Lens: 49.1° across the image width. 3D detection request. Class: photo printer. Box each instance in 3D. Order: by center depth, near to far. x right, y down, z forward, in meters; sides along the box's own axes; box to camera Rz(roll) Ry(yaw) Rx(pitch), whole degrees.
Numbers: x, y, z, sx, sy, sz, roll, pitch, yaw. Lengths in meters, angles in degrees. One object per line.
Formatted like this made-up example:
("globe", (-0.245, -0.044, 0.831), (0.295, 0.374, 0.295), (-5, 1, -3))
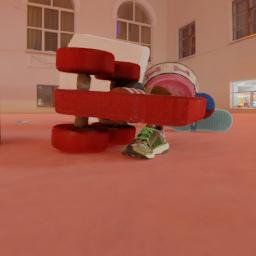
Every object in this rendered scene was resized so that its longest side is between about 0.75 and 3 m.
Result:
("photo printer", (-0.959, -1.922, 9.860), (2.966, 2.467, 1.030), (17, 6, 14))

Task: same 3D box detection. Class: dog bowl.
("dog bowl", (1.616, -1.339, 11.162), (2.428, 2.428, 0.895), (0, 41, 7))

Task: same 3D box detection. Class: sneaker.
("sneaker", (0.271, 0.155, 4.382), (0.485, 0.559, 1.262), (2, 4, 26))
("sneaker", (2.159, -0.338, 9.410), (2.333, 0.928, 1.523), (10, 7, 8))

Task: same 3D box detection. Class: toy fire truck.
("toy fire truck", (0.193, -0.408, 5.092), (2.518, 1.681, 2.999), (8, 7, 24))

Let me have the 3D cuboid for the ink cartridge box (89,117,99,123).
("ink cartridge box", (-1.915, -0.683, 15.646), (1.225, 0.716, 2.111), (-1, 4, -19))

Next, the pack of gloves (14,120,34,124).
("pack of gloves", (-5.112, -0.237, 13.793), (0.911, 0.180, 0.765), (5, -4, 7))

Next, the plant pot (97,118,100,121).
("plant pot", (-0.496, -0.999, 11.314), (1.769, 1.925, 1.925), (-34, -2, 10))
